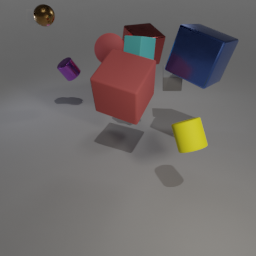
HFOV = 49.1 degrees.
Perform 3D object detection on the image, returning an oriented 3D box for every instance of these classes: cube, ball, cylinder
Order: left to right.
[{"bbox_3d":[-2.821,-3.793,9.439,0.700,0.700,0.700,0,31,0],"label":"ball"},{"bbox_3d":[-2.433,-2.421,11.536,0.700,0.700,0.700,-22,41,20],"label":"cylinder"},{"bbox_3d":[-0.804,-3.512,12.521,1.400,1.400,1.400,0,31,0],"label":"ball"},{"bbox_3d":[-0.100,-1.206,8.206,1.400,1.400,1.400,20,57,15],"label":"cube"},{"bbox_3d":[0.349,-2.463,8.677,0.700,0.700,0.700,19,21,39],"label":"cube"},{"bbox_3d":[0.644,-3.765,12.744,1.400,1.400,1.400,-15,49,-24],"label":"cube"},{"bbox_3d":[1.645,-1.858,10.405,0.700,0.700,0.700,1,52,7],"label":"cube"},{"bbox_3d":[1.453,0.166,6.641,0.700,0.700,0.700,-16,1,0],"label":"cylinder"},{"bbox_3d":[2.203,-2.199,8.418,1.400,1.400,1.400,32,34,23],"label":"cube"}]
